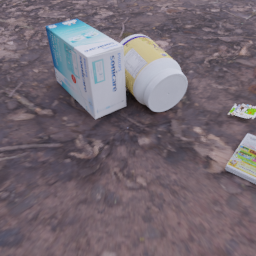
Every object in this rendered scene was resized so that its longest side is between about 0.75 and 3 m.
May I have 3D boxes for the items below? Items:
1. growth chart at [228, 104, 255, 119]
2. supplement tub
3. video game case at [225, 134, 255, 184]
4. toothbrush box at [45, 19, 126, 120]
[{"bbox_3d":[3.480,-0.510,8.363,0.811,0.072,0.587,16,57,35],"label":"growth chart"},{"bbox_3d":[0.645,-1.743,8.864,1.652,1.652,2.272,-19,51,-22],"label":"supplement tub"},{"bbox_3d":[3.482,0.904,6.857,1.697,0.194,1.544,26,45,27],"label":"video game case"},{"bbox_3d":[-1.333,-1.953,8.891,1.220,2.094,2.861,-26,46,-26],"label":"toothbrush box"}]
